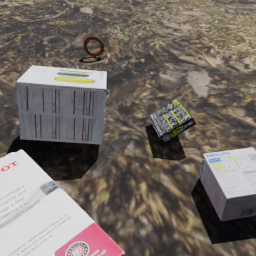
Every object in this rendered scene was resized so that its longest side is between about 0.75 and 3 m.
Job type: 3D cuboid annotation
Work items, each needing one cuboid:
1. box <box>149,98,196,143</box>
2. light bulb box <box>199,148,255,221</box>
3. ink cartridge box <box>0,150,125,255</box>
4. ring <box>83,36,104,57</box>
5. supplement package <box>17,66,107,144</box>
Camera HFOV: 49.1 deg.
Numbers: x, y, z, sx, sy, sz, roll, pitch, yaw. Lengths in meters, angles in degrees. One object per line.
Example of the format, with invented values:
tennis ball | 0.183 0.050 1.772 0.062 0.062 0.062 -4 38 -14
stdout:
box | 1.084 -0.214 7.066 0.922 0.255 1.151 -32 30 7
light bulb box | 2.179 1.079 5.563 1.146 0.721 1.156 -6 38 -6
ink cartridge box | -1.722 1.834 4.193 2.778 1.171 2.011 33 47 33
ring | -1.322 -3.173 10.896 0.832 0.832 0.080 5 37 7
supplement package | -1.496 -0.592 6.774 1.876 1.414 1.424 4 26 -6
